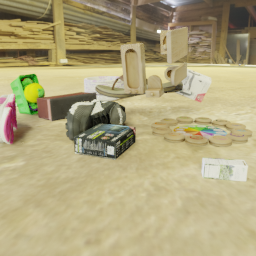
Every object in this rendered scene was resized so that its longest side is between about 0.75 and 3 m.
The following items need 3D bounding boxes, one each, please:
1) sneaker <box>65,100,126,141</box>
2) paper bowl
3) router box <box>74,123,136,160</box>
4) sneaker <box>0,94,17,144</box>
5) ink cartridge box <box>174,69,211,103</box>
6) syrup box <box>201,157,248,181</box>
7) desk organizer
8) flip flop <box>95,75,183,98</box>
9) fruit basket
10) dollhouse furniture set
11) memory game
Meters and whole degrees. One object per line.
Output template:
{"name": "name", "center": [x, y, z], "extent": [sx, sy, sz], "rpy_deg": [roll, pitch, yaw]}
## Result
{"name": "sneaker", "center": [-0.754, -0.316, 7.982], "extent": [1.294, 0.950, 2.860], "rpy_deg": [1, 13, 14]}
{"name": "paper bowl", "center": [-1.101, -1.917, 13.642], "extent": [2.040, 1.061, 2.040], "rpy_deg": [0, 15, 0]}
{"name": "router box", "center": [-0.508, 0.280, 6.778], "extent": [1.032, 0.428, 1.377], "rpy_deg": [6, 16, 20]}
{"name": "sneaker", "center": [-3.756, -0.327, 7.755], "extent": [1.188, 1.095, 2.692], "rpy_deg": [-2, 15, -16]}
{"name": "ink cartridge box", "center": [1.977, -1.378, 8.846], "extent": [1.065, 0.776, 0.452], "rpy_deg": [22, 33, 2]}
{"name": "syrup box", "center": [1.791, 0.766, 5.223], "extent": [0.778, 0.306, 0.317], "rpy_deg": [2, 15, 8]}
{"name": "desk organizer", "center": [-2.200, -0.858, 10.366], "extent": [0.828, 0.771, 2.151], "rpy_deg": [10, 18, 39]}
{"name": "flip flop", "center": [0.294, -1.339, 8.381], "extent": [2.675, 0.770, 1.085], "rpy_deg": [-1, 10, 25]}
{"name": "fruit basket", "center": [-3.523, -1.296, 10.467], "extent": [1.603, 1.603, 1.156], "rpy_deg": [6, 16, 21]}
{"name": "dollhouse furniture set", "center": [0.427, -1.432, 6.544], "extent": [1.648, 1.568, 1.343], "rpy_deg": [5, 23, 24]}
{"name": "memory game", "center": [2.085, 0.025, 8.186], "extent": [2.890, 0.184, 2.890], "rpy_deg": [0, 15, 0]}
